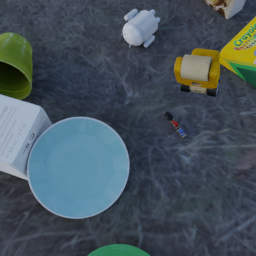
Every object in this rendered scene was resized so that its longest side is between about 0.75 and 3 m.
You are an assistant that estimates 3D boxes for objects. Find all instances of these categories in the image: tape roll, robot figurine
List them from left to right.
[{"bbox_3d":[-0.235,4.388,7.078,2.681,0.644,2.681,0,65,0],"label":"tape roll"},{"bbox_3d":[0.463,-3.741,10.525,1.641,0.927,1.392,-44,106,-17],"label":"robot figurine"}]

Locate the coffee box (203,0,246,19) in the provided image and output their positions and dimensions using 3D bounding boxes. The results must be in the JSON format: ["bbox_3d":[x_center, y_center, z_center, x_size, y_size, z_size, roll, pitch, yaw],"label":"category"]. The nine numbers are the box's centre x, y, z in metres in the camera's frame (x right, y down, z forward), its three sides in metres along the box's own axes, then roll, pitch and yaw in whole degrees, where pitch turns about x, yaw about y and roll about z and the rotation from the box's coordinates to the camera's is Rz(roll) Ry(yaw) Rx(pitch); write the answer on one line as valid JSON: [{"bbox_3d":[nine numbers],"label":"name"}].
[{"bbox_3d":[3.588,-5.694,11.171,0.943,1.335,2.362,-37,70,-15],"label":"coffee box"}]

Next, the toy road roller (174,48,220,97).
[{"bbox_3d":[1.619,-1.378,6.199,0.867,1.410,1.030,12,81,21],"label":"toy road roller"}]

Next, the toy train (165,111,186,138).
[{"bbox_3d":[1.580,-0.117,9.289,0.186,0.249,1.089,-30,70,-12],"label":"toy train"}]

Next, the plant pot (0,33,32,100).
[{"bbox_3d":[-4.039,-2.214,9.506,1.870,1.870,1.801,1,55,0],"label":"plant pot"}]

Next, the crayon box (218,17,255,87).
[{"bbox_3d":[4.895,-2.782,10.210,2.108,0.712,2.443,41,72,16],"label":"crayon box"}]

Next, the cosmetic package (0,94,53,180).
[{"bbox_3d":[-3.615,0.242,8.268,2.170,1.805,1.816,16,67,9],"label":"cosmetic package"}]

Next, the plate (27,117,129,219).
[{"bbox_3d":[-1.395,1.140,8.181,2.923,0.374,2.923,0,90,-18],"label":"plate"}]
